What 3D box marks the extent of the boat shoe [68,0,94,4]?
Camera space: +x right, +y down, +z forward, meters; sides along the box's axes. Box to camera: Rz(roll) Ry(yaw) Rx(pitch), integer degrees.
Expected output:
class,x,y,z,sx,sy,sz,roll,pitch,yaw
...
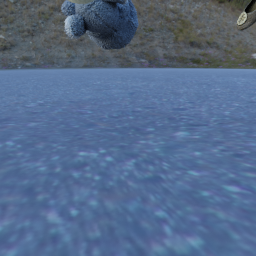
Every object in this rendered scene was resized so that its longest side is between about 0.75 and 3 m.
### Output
class,x,y,z,sx,sy,sz,roll,pitch,yaw
boat shoe,-0.318,-2.449,3.050,0.788,2.154,0.675,13,-16,14

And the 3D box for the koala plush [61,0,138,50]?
class,x,y,z,sx,sy,sz,roll,pitch,yaw
koala plush,-0.711,-3.142,7.583,2.045,2.120,2.306,-31,10,13

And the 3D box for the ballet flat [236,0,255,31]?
class,x,y,z,sx,sy,sz,roll,pitch,yaw
ballet flat,3.142,-3.083,6.576,0.389,1.680,0.566,22,30,-32
